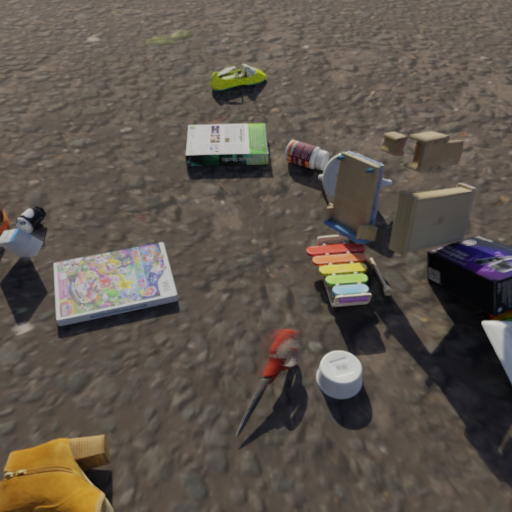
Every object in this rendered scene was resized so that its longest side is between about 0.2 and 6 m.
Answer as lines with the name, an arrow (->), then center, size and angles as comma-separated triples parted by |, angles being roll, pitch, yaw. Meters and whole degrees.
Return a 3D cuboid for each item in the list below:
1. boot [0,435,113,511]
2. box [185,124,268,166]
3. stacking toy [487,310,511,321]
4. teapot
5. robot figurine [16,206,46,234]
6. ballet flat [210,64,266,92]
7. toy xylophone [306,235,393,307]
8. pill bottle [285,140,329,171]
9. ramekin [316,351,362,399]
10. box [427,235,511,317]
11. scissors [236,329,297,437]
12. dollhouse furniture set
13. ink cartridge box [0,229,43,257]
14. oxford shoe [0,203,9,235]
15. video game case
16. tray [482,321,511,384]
boot -> -2.785, 3.507, 7.686 | 1.536, 0.755, 2.146 | -13, 40, -7
box -> -0.769, -2.930, 14.717 | 2.110, 0.383, 1.523 | -2, 43, -1
stacking toy -> 4.530, 1.297, 10.012 | 0.736, 0.736, 1.723 | -1, 40, -1
teapot -> 2.224, -1.780, 13.078 | 0.958, 1.295, 1.312 | -2, 54, -57
robot figurine -> -4.981, -0.809, 12.381 | 0.426, 0.513, 0.683 | 45, 55, -13
ballet flat -> -0.534, -5.577, 17.319 | 1.906, 0.639, 0.637 | -18, 51, -19
toy xylophone -> 1.868, 0.308, 11.143 | 1.411, 0.484, 1.927 | -10, 42, -11
pill bottle -> 1.288, -2.518, 14.119 | 1.003, 0.573, 0.573 | 22, 47, 22
ramekin -> 1.421, 1.986, 9.468 | 0.784, 0.382, 0.784 | 0, 44, 0
box -> 4.330, 0.307, 10.540 | 1.317, 0.736, 1.866 | -14, 22, -18
scissors -> 0.130, 2.010, 9.187 | 0.137, 0.717, 1.961 | 9, 40, 38
dollhouse furniture set -> 2.776, -1.484, 11.194 | 1.671, 2.417, 2.560 | -10, 28, -32
ink cartridge box -> -4.822, -0.257, 11.430 | 0.798, 0.579, 0.334 | -2, 60, 46
oxford shoe -> -6.375, -1.488, 12.744 | 0.929, 0.947, 2.611 | -29, 51, -28
video game case -> -2.831, 0.510, 11.168 | 2.266, 0.204, 1.623 | -11, 44, -12
tray -> 5.203, 1.631, 9.345 | 2.690, 0.298, 1.444 | 3, 49, -18
